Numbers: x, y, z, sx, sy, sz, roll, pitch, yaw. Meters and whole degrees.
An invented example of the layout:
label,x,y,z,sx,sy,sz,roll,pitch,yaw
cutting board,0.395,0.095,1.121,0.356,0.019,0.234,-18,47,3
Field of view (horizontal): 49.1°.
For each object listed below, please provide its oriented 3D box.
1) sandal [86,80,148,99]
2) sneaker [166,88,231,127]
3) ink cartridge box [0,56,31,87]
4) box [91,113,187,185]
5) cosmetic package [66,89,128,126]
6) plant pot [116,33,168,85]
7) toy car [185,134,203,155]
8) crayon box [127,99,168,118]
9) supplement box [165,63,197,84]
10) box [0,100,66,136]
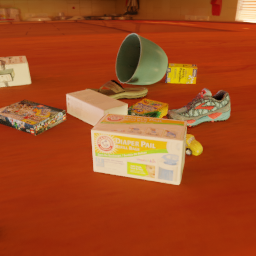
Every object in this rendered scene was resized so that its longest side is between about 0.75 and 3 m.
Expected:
label,x,y,z,sx,sy,sz,roll,pitch,yaw
sandal,-0.474,-1.611,11.393,2.570,0.733,1.020,-6,26,-13
sneaker,2.312,-0.778,9.220,2.347,1.121,0.931,-10,26,-20
ink cartridge box,-5.976,-2.661,13.186,2.513,1.056,1.834,-10,27,-19
box,0.281,0.436,6.662,2.084,1.172,1.056,6,26,15
cosmetic package,-1.068,-0.657,9.378,1.027,0.721,2.024,-20,33,-41
plant pot,0.720,-2.951,12.741,1.761,2.194,2.194,8,19,-30
toy car,1.088,0.147,8.100,1.957,0.436,1.842,2,26,5
crayon box,0.719,-0.612,9.724,0.964,0.395,1.533,17,30,31
supplement box,2.530,-2.606,13.407,1.423,0.774,0.779,3,26,7
box,-3.264,-0.400,9.295,2.001,0.377,1.367,15,30,28
